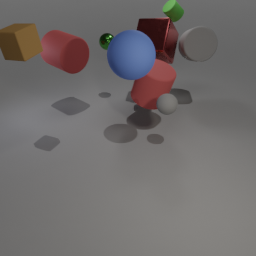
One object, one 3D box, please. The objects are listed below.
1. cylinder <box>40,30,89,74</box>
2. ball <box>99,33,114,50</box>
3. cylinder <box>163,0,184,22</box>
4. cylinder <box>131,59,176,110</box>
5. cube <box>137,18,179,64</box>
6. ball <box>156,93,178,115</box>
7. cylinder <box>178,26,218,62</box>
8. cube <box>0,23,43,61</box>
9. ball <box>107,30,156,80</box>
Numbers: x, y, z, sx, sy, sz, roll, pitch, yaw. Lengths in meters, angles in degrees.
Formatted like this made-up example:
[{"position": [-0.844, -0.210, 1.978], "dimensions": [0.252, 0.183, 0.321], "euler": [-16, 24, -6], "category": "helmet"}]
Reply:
[{"position": [-2.475, -2.988, 10.965], "dimensions": [1.400, 1.400, 1.400], "euler": [28, 40, 34], "category": "cylinder"}, {"position": [-0.890, -3.702, 12.005], "dimensions": [0.700, 0.700, 0.700], "euler": [0, 30, 0], "category": "ball"}, {"position": [2.019, -5.220, 12.471], "dimensions": [0.700, 0.700, 0.700], "euler": [32, 10, -37], "category": "cylinder"}, {"position": [0.935, -1.654, 10.582], "dimensions": [1.400, 1.400, 1.400], "euler": [10, 43, -10], "category": "cylinder"}, {"position": [1.196, -3.655, 11.848], "dimensions": [1.400, 1.400, 1.400], "euler": [10, -5, 25], "category": "cube"}, {"position": [1.291, -0.791, 9.275], "dimensions": [0.700, 0.700, 0.700], "euler": [0, 30, 0], "category": "ball"}, {"position": [2.951, -3.573, 11.999], "dimensions": [1.400, 1.400, 1.400], "euler": [1, 15, 1], "category": "cylinder"}, {"position": [-2.652, -2.107, 6.860], "dimensions": [0.700, 0.700, 0.700], "euler": [10, 39, 25], "category": "cube"}, {"position": [0.094, -2.095, 8.088], "dimensions": [1.400, 1.400, 1.400], "euler": [0, 30, 0], "category": "ball"}]
